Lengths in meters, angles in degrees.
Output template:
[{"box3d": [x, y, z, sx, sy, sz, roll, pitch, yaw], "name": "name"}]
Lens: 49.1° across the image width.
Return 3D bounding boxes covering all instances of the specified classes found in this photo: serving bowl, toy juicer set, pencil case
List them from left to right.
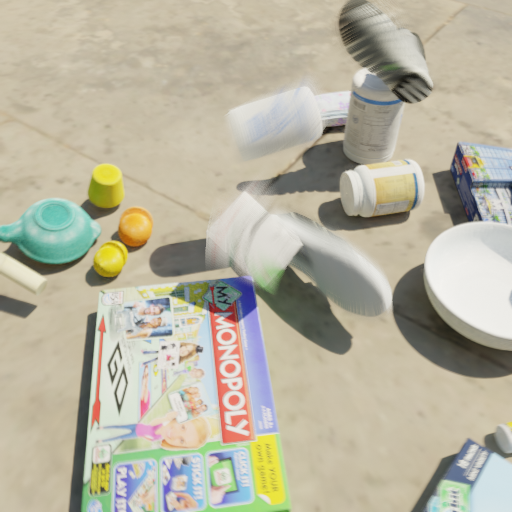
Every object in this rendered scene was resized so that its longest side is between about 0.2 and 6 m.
[{"box3d": [-3.078, -0.189, 9.082, 3.052, 0.831, 1.942, -33, 71, -33], "name": "toy juicer set"}, {"box3d": [1.607, -3.023, 11.682, 1.657, 0.689, 0.752, -8, 46, -6], "name": "pencil case"}, {"box3d": [3.588, 0.529, 8.344, 2.265, 0.745, 2.265, 0, 47, 0], "name": "serving bowl"}]

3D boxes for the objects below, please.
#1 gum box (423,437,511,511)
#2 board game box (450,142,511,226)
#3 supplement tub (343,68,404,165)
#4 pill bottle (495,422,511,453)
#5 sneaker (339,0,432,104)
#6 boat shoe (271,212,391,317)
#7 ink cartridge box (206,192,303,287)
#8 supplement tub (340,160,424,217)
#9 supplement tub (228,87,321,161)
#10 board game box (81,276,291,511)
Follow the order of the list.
[{"box3d": [2.803, 3.321, 5.931, 2.167, 0.483, 1.841, 31, 54, 25], "name": "gum box"}, {"box3d": [4.843, -1.093, 9.886, 2.240, 0.691, 2.242, 0, 47, 1], "name": "board game box"}, {"box3d": [2.255, -2.669, 10.725, 1.048, 1.589, 1.048, 0, 46, 0], "name": "supplement tub"}, {"box3d": [3.373, 2.232, 7.035, 0.630, 0.351, 0.351, -10, 48, -10], "name": "pill bottle"}, {"box3d": [2.184, -3.623, 9.428, 0.800, 2.132, 1.231, -23, 39, 39], "name": "sneaker"}, {"box3d": [1.060, -0.013, 8.305, 0.703, 0.852, 2.483, -24, 46, -38], "name": "boat shoe"}, {"box3d": [-0.027, -0.226, 7.669, 1.099, 0.463, 0.803, 43, 93, 4], "name": "ink cartridge box"}, {"box3d": [2.185, -1.171, 9.815, 1.257, 0.909, 0.909, -9, 48, -7], "name": "supplement tub"}, {"box3d": [0.271, -1.875, 7.971, 1.179, 0.778, 0.778, -19, 49, -1], "name": "supplement tub"}, {"box3d": [-0.963, 1.789, 7.348, 2.312, 0.500, 3.436, -6, 47, -5], "name": "board game box"}]
